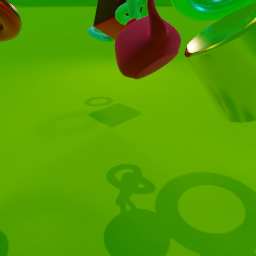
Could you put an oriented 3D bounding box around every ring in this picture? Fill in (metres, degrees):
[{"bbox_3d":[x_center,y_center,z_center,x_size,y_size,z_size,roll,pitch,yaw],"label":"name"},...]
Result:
[{"bbox_3d":[-0.914,-3.358,10.038,1.058,0.212,1.058,13,33,-9],"label":"ring"},{"bbox_3d":[1.741,-2.770,5.111,2.063,2.063,0.413,-5,69,-10],"label":"ring"}]

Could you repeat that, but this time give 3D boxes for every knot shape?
[{"bbox_3d":[-2.057,-1.631,3.553,0.896,1.814,1.939,48,24,-5],"label":"knot shape"},{"bbox_3d":[0.207,-2.536,5.675,0.569,1.231,1.152,41,30,-5],"label":"knot shape"}]

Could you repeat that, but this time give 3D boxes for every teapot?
[{"bbox_3d":[0.265,-1.359,4.450,1.102,0.868,1.773,-29,-3,-14],"label":"teapot"}]

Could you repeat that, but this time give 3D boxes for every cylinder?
[{"bbox_3d":[1.492,-0.826,3.669,1.117,1.117,1.117,-32,20,13],"label":"cylinder"}]

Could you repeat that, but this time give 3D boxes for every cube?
[{"bbox_3d":[-0.224,-3.660,8.994,1.185,1.185,1.185,-2,-15,45],"label":"cube"}]
